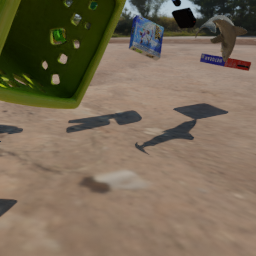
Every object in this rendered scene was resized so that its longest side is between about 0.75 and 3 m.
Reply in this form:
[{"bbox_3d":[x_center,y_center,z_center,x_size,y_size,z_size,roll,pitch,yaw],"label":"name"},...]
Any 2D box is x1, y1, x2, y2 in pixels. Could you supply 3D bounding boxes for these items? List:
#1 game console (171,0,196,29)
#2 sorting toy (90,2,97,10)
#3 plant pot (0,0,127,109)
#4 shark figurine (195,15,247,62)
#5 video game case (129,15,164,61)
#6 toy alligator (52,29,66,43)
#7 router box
[{"bbox_3d":[1.686,-4.355,9.830,0.231,1.914,1.129,-40,24,-3],"label":"game console"},{"bbox_3d":[-1.695,-4.577,9.215,1.915,0.381,2.591,-7,61,-24],"label":"sorting toy"},{"bbox_3d":[-1.674,-1.799,4.322,2.094,2.307,2.296,30,10,19],"label":"plant pot"},{"bbox_3d":[2.964,-2.900,8.265,0.939,1.345,2.251,27,8,37],"label":"shark figurine"},{"bbox_3d":[0.660,-3.119,9.703,1.146,1.265,0.287,16,-18,-26],"label":"video game case"},{"bbox_3d":[-1.750,-2.436,7.235,0.422,0.386,1.422,-13,11,1],"label":"toy alligator"},{"bbox_3d":[3.535,-2.408,10.226,1.210,0.329,1.349,2,18,-27],"label":"router box"}]
